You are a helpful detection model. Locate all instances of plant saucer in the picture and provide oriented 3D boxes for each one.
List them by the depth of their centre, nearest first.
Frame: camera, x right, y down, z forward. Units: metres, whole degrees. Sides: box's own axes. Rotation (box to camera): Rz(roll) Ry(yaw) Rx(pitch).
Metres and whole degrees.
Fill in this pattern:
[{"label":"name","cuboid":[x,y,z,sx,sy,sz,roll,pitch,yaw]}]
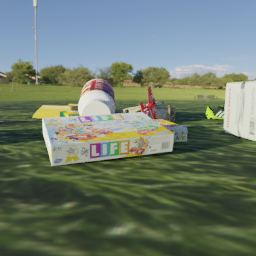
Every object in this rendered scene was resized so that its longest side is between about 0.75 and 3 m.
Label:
[{"label":"plant saucer","cuboid":[-3.065,-0.890,14.629,2.718,0.659,2.719,3,8,30]}]

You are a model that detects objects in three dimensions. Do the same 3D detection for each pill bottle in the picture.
[{"label":"pill bottle","cuboid":[-1.187,-0.952,10.838,1.385,1.385,2.452,-1,24,-4]}]

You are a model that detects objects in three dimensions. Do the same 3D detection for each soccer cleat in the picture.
[{"label":"soccer cleat","cuboid":[4.522,-0.722,13.146,1.703,0.690,0.575,4,8,28]}]

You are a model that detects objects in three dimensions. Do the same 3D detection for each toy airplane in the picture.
[{"label":"toy airplane","cuboid":[0.698,-0.719,9.391,0.223,1.211,1.211,-4,5,27]}]

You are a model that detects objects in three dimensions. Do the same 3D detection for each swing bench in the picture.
[{"label":"swing bench","cuboid":[1.427,-0.640,12.478,1.163,0.759,1.169,3,3,22]}]

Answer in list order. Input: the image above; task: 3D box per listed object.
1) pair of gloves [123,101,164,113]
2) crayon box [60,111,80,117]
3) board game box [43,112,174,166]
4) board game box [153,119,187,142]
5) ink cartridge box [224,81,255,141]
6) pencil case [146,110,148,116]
[{"label":"pair of gloves","cuboid":[0.915,-1.019,15.560,2.235,0.461,2.629,-11,-1,6]},{"label":"crayon box","cuboid":[-2.026,-0.496,12.252,1.605,0.468,1.384,-4,8,-28]},{"label":"board game box","cuboid":[-0.496,0.137,6.044,2.459,0.421,1.653,-5,20,-21]},{"label":"board game box","cuboid":[0.635,0.050,8.361,1.519,0.387,2.260,-2,8,-10]},{"label":"ink cartridge box","cuboid":[3.702,-0.512,7.936,0.925,1.633,2.227,0,8,-10]},{"label":"pencil case","cuboid":[1.110,-0.787,14.939,0.418,0.405,0.892,-16,2,12]}]
